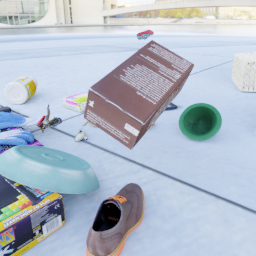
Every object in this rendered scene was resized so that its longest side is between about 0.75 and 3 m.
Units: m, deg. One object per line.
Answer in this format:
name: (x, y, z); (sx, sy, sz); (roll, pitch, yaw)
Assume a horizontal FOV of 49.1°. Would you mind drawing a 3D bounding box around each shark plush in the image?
shark plush: (-1.683, 0.184, 9.596); (0.373, 0.407, 0.895); (-33, 32, 2)

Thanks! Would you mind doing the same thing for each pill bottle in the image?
pill bottle: (-4.988, -1.893, 13.359); (1.045, 1.045, 1.883); (1, 23, 2)

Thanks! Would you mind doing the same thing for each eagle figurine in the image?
eagle figurine: (-2.801, -0.273, 9.891); (0.711, 0.937, 0.707); (38, 13, -39)

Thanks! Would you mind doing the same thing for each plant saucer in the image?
plant saucer: (-1.803, 0.861, 6.568); (2.465, 0.443, 2.465); (16, 3, -1)

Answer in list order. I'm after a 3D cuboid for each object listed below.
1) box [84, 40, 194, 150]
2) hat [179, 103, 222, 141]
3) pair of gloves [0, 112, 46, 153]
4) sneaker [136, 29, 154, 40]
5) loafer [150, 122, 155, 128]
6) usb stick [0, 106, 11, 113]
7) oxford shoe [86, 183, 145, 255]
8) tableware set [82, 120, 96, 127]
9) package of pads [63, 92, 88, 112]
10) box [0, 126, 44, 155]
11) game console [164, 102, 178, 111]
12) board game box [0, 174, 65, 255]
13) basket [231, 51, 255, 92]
box: (0.374, -0.967, 7.109); (1.466, 1.097, 2.928); (34, 48, 11)
hat: (2.636, -0.004, 10.129); (1.397, 1.484, 1.686); (37, 76, 25)
pair of gloves: (-3.998, 0.027, 8.874); (2.386, 0.338, 2.967); (-2, 22, -3)
sneaker: (0.762, -4.019, 12.144); (0.760, 0.363, 0.302); (-9, 60, 11)
loafer: (0.243, -0.213, 10.164); (1.698, 0.534, 0.610); (-10, 26, -22)
usb stick: (-5.668, -0.556, 11.240); (1.867, 0.304, 0.518); (-19, 30, -35)
oxford shoe: (-0.139, 1.647, 5.595); (0.780, 0.795, 2.191); (7, 25, 16)
tableware set: (-1.019, -0.504, 11.066); (1.135, 0.344, 1.717); (6, 24, 12)
package of pads: (-1.957, -1.188, 12.433); (1.134, 0.501, 1.468); (18, 29, 35)
box: (-3.823, 0.520, 8.660); (1.665, 0.420, 2.329); (-17, 30, -35)
game console: (1.327, -1.319, 12.315); (1.427, 0.844, 1.218); (-9, 25, -19)
board game box: (-3.082, 1.774, 5.289); (2.393, 0.821, 2.895); (20, 30, 35)
basket: (6.742, -3.075, 15.129); (1.661, 1.825, 2.692); (1, 24, 6)
